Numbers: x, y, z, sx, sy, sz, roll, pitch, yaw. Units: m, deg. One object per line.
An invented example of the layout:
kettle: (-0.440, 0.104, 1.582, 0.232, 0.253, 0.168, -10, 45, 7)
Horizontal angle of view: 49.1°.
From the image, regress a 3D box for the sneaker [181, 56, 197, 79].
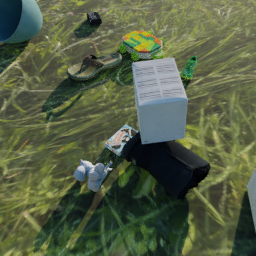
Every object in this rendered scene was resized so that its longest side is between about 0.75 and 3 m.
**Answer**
sneaker: (2.733, -2.723, 12.509, 0.535, 0.603, 1.443, 16, 51, 13)

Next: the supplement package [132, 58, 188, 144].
supplement package: (0.914, -0.812, 8.525, 1.351, 1.757, 1.837, -8, 51, 0)

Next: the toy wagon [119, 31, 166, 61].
toy wagon: (0.914, -3.956, 13.672, 1.993, 0.508, 2.568, -34, 56, -26)

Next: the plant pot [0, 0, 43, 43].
plant pot: (-5.397, -5.492, 13.894, 2.802, 2.802, 1.887, 32, 18, 25)

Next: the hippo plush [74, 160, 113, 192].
hippo plush: (-1.170, 1.298, 8.719, 0.926, 0.918, 1.152, 22, 52, 18)

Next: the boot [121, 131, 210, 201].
boot: (1.602, 0.683, 9.131, 2.503, 1.138, 2.979, 34, 56, 25)

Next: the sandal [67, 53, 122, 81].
sandal: (-1.533, -2.968, 12.601, 2.759, 0.787, 1.096, -30, 55, -24)

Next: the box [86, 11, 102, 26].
box: (-1.901, -6.162, 15.744, 0.636, 0.355, 0.901, -18, 50, -11)

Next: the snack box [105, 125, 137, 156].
snack box: (-0.191, 0.419, 9.969, 0.676, 0.216, 1.163, 31, 55, 25)

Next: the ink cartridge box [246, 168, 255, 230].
ink cartridge box: (4.830, 2.193, 7.812, 2.471, 1.061, 1.809, 4, 48, 5)
